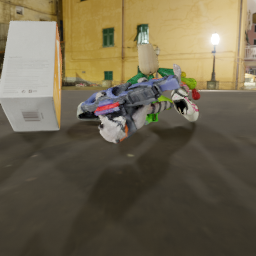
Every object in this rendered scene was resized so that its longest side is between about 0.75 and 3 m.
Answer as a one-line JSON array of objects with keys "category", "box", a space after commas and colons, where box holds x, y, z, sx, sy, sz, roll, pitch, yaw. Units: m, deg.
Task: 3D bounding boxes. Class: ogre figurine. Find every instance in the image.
[{"category": "ogre figurine", "box": [0.469, -0.397, 6.751, 0.464, 0.567, 0.947, -14, 7, 8]}]

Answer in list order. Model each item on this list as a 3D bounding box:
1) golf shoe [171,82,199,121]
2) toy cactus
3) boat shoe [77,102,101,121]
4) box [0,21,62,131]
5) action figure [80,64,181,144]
[{"category": "golf shoe", "box": [1.551, -0.558, 7.774, 0.537, 0.681, 1.478, -6, -36, 33]}, {"category": "toy cactus", "box": [0.830, -1.560, 9.027, 2.736, 2.257, 1.399, -7, 21, 16]}, {"category": "boat shoe", "box": [-0.673, -0.460, 8.297, 1.734, 0.605, 0.618, -3, 42, 8]}, {"category": "box", "box": [-2.163, -1.212, 6.552, 1.078, 2.212, 1.376, -2, -29, -8]}, {"category": "action figure", "box": [0.282, -0.387, 4.804, 2.006, 1.049, 1.941, -4, 29, 46]}]
